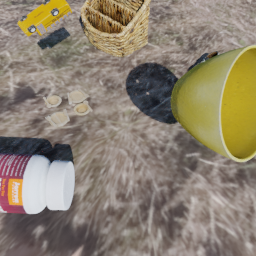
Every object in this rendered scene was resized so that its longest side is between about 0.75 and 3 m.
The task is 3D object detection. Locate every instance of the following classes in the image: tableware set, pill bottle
[{"bbox_3d":[-1.905,-0.693,8.884,1.569,0.182,1.310,-21,53,-16],"label":"tableware set"},{"bbox_3d":[-2.578,1.275,6.497,2.459,1.347,1.347,2,50,2],"label":"pill bottle"}]

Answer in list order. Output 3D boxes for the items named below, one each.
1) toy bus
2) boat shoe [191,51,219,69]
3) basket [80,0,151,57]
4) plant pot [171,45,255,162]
[{"bbox_3d":[-2.132,-2.850,7.215,1.340,0.524,0.436,-38,77,-4],"label":"toy bus"},{"bbox_3d":[2.745,-2.318,10.058,1.400,0.473,0.503,-34,59,-23],"label":"boat shoe"},{"bbox_3d":[-0.635,-4.190,10.653,1.854,1.935,2.598,-34,59,-25],"label":"basket"},{"bbox_3d":[1.637,-0.476,5.194,1.945,1.945,1.381,-40,31,-28],"label":"plant pot"}]
